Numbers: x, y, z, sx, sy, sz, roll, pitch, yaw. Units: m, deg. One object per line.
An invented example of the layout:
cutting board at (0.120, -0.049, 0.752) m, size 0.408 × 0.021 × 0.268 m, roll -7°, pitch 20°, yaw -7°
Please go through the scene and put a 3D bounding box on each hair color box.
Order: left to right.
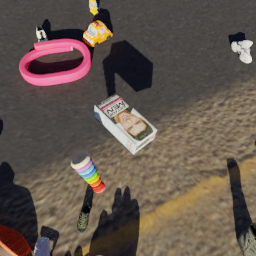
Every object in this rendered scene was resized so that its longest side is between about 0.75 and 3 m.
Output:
hair color box at (-0.101, -0.162, 8.105) m, size 0.863 × 0.529 × 1.744 m, roll -34°, pitch 67°, yaw -29°

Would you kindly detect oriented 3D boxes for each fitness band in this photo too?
fitness band at (-2.883, -2.622, 11.167) m, size 2.808 × 0.526 × 2.017 m, roll -11°, pitch 61°, yaw -6°

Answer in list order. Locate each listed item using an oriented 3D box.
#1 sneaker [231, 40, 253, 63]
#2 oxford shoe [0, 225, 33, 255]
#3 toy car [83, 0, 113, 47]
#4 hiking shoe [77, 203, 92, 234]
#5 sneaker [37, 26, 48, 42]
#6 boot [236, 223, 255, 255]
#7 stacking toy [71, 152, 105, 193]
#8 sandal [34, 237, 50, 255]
sneaker at (4.873, -3.200, 11.515) m, size 0.707 × 0.462 × 1.231 m, roll -19°, pitch 56°, yaw -9°
oxford shoe at (-3.479, 3.089, 7.532) m, size 2.033 × 0.724 × 0.737 m, roll 32°, pitch 97°, yaw 11°
toy car at (-1.630, -4.725, 12.255) m, size 1.277 × 0.866 × 2.604 m, roll -20°, pitch 60°, yaw -13°
hiking shoe at (-1.260, 2.532, 7.904) m, size 0.316 × 0.421 × 0.836 m, roll 9°, pitch 58°, yaw 5°
sneaker at (-3.683, -3.875, 11.957) m, size 0.430 × 0.466 × 1.166 m, roll -22°, pitch 62°, yaw -15°
boot at (3.312, 3.272, 7.081) m, size 0.525 × 1.013 × 1.551 m, roll -14°, pitch 59°, yaw -9°
stacking toy at (-0.901, 1.157, 6.920) m, size 0.502 × 1.177 × 0.502 m, roll -21°, pitch 32°, yaw 14°
sandal at (-2.263, 3.516, 7.353) m, size 0.495 × 0.370 × 1.291 m, roll 4°, pitch 36°, yaw -8°
